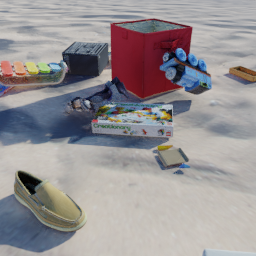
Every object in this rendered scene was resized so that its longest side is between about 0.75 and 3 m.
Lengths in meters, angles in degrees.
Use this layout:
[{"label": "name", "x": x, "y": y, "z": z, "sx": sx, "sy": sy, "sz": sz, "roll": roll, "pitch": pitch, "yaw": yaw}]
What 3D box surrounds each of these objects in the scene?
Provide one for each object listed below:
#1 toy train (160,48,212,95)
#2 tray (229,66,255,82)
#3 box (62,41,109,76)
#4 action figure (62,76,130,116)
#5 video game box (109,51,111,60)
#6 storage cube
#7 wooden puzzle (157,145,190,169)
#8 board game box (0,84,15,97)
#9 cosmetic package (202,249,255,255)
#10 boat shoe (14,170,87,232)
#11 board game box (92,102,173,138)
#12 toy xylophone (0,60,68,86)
[{"label": "toy train", "x": 2.001, "y": -1.888, "z": 9.539, "sx": 2.020, "sy": 1.154, "sz": 0.876, "roll": 13, "pitch": -23, "yaw": -35}, {"label": "tray", "x": 5.122, "y": -2.361, "z": 12.141, "sx": 0.667, "sy": 0.251, "sz": 1.353, "roll": -15, "pitch": 32, "yaw": -23}, {"label": "box", "x": -1.857, "y": -3.151, "z": 12.650, "sx": 1.651, "sy": 1.026, "sz": 1.664, "roll": 5, "pitch": 35, "yaw": 11}, {"label": "action figure", "x": -1.078, "y": -0.856, "z": 8.690, "sx": 2.104, "sy": 0.730, "sz": 1.369, "roll": -24, "pitch": 19, "yaw": -4}, {"label": "video game box", "x": -1.392, "y": -3.717, "z": 14.442, "sx": 1.102, "sy": 0.283, "sz": 1.209, "roll": 16, "pitch": 34, "yaw": 20}, {"label": "storage cube", "x": 0.805, "y": -2.755, "z": 10.741, "sx": 2.220, "sy": 2.334, "sz": 2.597, "roll": -18, "pitch": 36, "yaw": -29}, {"label": "wooden puzzle", "x": 1.117, "y": 0.725, "z": 6.970, "sx": 0.684, "sy": 0.118, "sz": 1.013, "roll": -8, "pitch": 31, "yaw": -5}, {"label": "board game box", "x": -4.950, "y": -1.455, "z": 10.679, "sx": 0.739, "sy": 0.140, "sz": 1.435, "roll": 4, "pitch": 30, "yaw": 9}, {"label": "cosmetic package", "x": 1.443, "y": 2.375, "z": 2.916, "sx": 1.318, "sy": 1.310, "sz": 1.575, "roll": 3, "pitch": 30, "yaw": 6}, {"label": "boat shoe", "x": -1.576, "y": 1.321, "z": 5.340, "sx": 1.831, "sy": 0.697, "sz": 0.656, "roll": 17, "pitch": 34, "yaw": 27}, {"label": "board game box", "x": 0.194, "y": -0.291, "z": 8.404, "sx": 2.294, "sy": 0.397, "sz": 1.448, "roll": 3, "pitch": 30, "yaw": 6}, {"label": "toy xylophone", "x": -4.058, "y": -2.358, "z": 11.459, "sx": 2.958, "sy": 0.743, "sz": 2.165, "roll": -11, "pitch": 32, "yaw": -30}]
